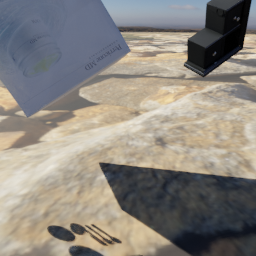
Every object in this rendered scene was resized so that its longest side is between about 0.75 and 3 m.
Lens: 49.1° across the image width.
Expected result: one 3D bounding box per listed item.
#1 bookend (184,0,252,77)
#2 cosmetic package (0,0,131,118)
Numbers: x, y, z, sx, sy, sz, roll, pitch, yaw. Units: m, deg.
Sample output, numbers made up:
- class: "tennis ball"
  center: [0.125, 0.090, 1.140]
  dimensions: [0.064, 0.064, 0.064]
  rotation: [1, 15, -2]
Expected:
- class: "bookend"
  center: [2.441, -2.671, 7.770]
  dimensions: [1.754, 1.765, 0.813]
  rotation: [-35, 53, -19]
- class: "cosmetic package"
  center: [-1.813, -2.154, 6.465]
  dimensions: [2.716, 2.724, 1.675]
  rotation: [-33, 14, 2]
